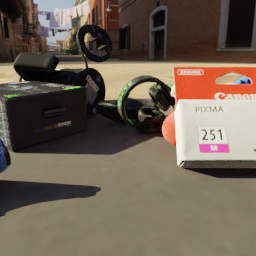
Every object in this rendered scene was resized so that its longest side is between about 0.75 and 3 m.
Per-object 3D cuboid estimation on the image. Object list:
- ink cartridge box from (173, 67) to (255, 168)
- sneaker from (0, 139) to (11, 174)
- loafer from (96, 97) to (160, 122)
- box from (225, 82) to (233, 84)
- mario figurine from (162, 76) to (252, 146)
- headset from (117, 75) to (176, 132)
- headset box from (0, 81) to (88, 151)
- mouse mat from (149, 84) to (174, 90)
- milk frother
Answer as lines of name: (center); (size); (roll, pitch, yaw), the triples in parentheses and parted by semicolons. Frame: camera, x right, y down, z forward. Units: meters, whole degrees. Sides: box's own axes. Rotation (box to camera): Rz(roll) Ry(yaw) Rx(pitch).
ink cartridge box: (2.477, -0.420, 5.995); (2.902, 2.519, 0.632); (0, -22, 1)
sneaker: (-3.291, 0.766, 4.499); (2.710, 1.064, 1.208); (-10, 25, -5)
loafer: (0.011, -0.661, 9.128); (2.094, 0.762, 0.757); (8, 54, -4)
box: (3.064, -1.188, 10.652); (1.933, 0.621, 0.677); (-12, 12, 22)
mario figurine: (2.154, -0.431, 7.207); (2.861, 1.517, 1.766); (-25, 51, -7)
headset: (0.911, -0.496, 7.979); (2.477, 1.530, 1.164); (18, 18, -33)
headset box: (-2.877, -0.511, 8.008); (2.835, 1.315, 2.468); (14, 21, 39)
mouse mat: (2.515, -2.510, 17.116); (2.187, 0.102, 2.718); (3, 17, 11)
milk frother: (-2.211, -2.110, 10.227); (2.788, 2.675, 2.963); (11, 48, 32)
